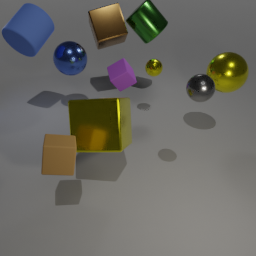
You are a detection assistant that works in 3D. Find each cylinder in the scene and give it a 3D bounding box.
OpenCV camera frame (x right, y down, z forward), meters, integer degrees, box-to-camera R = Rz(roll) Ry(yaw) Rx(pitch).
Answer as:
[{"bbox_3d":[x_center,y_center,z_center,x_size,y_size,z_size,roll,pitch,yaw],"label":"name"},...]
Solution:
[{"bbox_3d":[-3.739,-3.675,10.575,1.400,1.400,1.400,16,65,24],"label":"cylinder"},{"bbox_3d":[0.852,-4.811,12.665,1.400,1.400,1.400,-40,19,17],"label":"cylinder"}]

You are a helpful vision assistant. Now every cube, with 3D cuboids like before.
[{"bbox_3d":[-0.924,-4.575,12.732,1.400,1.400,1.400,-18,4,-5],"label":"cube"},{"bbox_3d":[-0.723,-0.126,7.870,1.400,1.400,1.400,-1,6,12],"label":"cube"},{"bbox_3d":[-1.560,0.597,6.342,0.700,0.700,0.700,4,20,-14],"label":"cube"},{"bbox_3d":[-0.212,-1.843,9.732,0.700,0.700,0.700,-26,55,17],"label":"cube"}]

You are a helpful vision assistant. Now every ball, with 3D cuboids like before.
[{"bbox_3d":[-2.396,-2.888,11.648,1.400,1.400,1.400,0,31,0],"label":"ball"},{"bbox_3d":[3.443,-1.925,9.747,1.400,1.400,1.400,0,31,0],"label":"ball"},{"bbox_3d":[1.796,-0.987,6.930,0.700,0.700,0.700,0,31,0],"label":"ball"},{"bbox_3d":[1.034,-2.404,11.171,0.700,0.700,0.700,0,31,0],"label":"ball"}]
